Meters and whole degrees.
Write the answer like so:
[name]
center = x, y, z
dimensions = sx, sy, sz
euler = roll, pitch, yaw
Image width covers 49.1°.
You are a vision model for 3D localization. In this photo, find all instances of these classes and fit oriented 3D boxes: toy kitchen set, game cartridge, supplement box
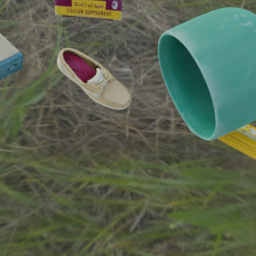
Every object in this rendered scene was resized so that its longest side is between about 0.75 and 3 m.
[toy kitchen set]
center = -2.976, -0.447, 5.583
dimensions = 1.881, 2.348, 1.383
euler = -40, 90, -31
[game cartridge]
center = 2.752, 0.278, 6.125
dimensions = 1.439, 0.265, 1.633
euler = 32, 24, 35
[supplement box]
center = -0.844, -3.773, 6.478
dimensions = 1.550, 2.368, 1.222
euler = 2, 21, -5

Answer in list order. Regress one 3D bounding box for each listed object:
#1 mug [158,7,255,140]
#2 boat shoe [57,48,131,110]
[mug]
center = 1.718, -1.029, 5.363
dimensions = 1.603, 2.593, 2.130
euler = -25, 90, -4
[boat shoe]
center = -0.574, -0.834, 4.826
dimensions = 1.499, 0.518, 0.552
euler = 32, 81, -7
